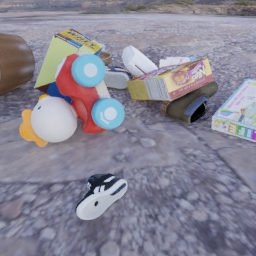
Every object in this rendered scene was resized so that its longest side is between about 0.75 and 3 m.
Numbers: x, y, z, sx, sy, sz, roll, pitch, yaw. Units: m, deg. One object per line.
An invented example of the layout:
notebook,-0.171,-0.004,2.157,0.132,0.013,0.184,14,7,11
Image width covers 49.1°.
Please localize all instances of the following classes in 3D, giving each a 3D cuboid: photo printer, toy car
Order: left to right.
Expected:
toy car,-1.732,-0.569,7.309,2.481,2.194,2.287,-27,15,-14
photo printer,0.606,-2.493,11.574,1.782,0.744,2.142,35,18,-20

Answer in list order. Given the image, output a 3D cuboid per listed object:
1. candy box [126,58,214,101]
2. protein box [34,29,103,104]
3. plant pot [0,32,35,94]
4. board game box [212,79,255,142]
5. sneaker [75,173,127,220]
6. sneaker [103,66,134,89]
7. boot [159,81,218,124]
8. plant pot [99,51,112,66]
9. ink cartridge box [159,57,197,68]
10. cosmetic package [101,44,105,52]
candy box,1.245,-1.559,9.285,1.637,0.792,2.806,-25,16,-19
protein box,-2.048,-2.230,10.017,1.354,1.992,2.007,27,24,-6
plant pot,-5.127,-2.310,10.176,2.871,2.871,2.842,9,20,18
board game box,3.990,-0.579,8.412,1.866,0.475,2.775,21,43,34
sneaker,-0.662,1.266,5.369,0.715,0.467,1.277,16,23,35
sneaker,-0.789,-2.136,11.605,2.238,0.878,0.888,18,31,23
boot,2.310,-0.798,8.983,2.434,0.909,1.180,-26,38,-23
plant pot,-1.806,-2.857,12.857,2.172,1.003,2.172,-1,26,0
ink cartridge box,2.193,-2.671,12.551,1.618,0.932,0.549,1,26,1
cosmetic package,-2.305,-3.718,14.433,2.134,1.140,0.962,2,28,1
